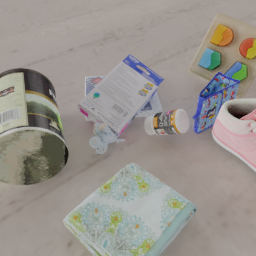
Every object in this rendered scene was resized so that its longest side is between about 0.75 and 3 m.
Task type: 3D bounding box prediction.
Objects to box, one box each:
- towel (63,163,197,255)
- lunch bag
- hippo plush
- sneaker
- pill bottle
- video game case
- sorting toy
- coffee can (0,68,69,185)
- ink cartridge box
[{"bbox_3d":[0.053,1.903,6.047,1.971,0.554,2.302,34,53,30],"label":"towel"},{"bbox_3d":[2.417,-0.687,8.248,1.660,1.250,0.781,-34,51,-31],"label":"lunch bag"},{"bbox_3d":[-0.728,0.369,7.688,0.713,0.895,0.719,-13,38,54],"label":"hippo plush"},{"bbox_3d":[3.372,0.300,6.674,2.919,1.526,1.099,35,64,30],"label":"sneaker"},{"bbox_3d":[1.066,-0.130,7.834,1.144,0.666,0.666,-8,33,39],"label":"pill bottle"},{"bbox_3d":[-0.232,-1.124,9.446,2.413,0.277,2.199,-5,43,-5],"label":"video game case"},{"bbox_3d":[3.335,-2.391,9.101,2.060,2.225,0.406,29,10,14],"label":"sorting toy"},{"bbox_3d":[-2.650,-0.090,7.208,1.846,1.846,2.523,-12,45,-13],"label":"coffee can"},{"bbox_3d":[-0.159,-1.025,8.528,1.468,0.516,2.461,37,68,8],"label":"ink cartridge box"}]
